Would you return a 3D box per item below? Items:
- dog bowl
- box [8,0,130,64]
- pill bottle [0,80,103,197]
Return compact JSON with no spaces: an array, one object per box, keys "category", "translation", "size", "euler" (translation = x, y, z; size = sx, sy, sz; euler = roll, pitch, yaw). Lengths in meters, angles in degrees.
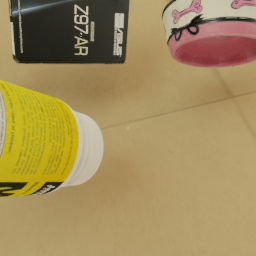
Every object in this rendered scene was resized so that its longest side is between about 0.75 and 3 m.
[{"category":"dog bowl","translation":[1.691,-1.743,5.207],"size":[2.129,2.129,0.785],"euler":[3,86,2]},{"category":"box","translation":[-1.134,-2.804,5.608],"size":[2.374,2.963,0.645],"euler":[-5,22,-26]},{"category":"pill bottle","translation":[-1.554,0.166,3.697],"size":[1.481,2.591,1.481],"euler":[-6,79,30]}]
